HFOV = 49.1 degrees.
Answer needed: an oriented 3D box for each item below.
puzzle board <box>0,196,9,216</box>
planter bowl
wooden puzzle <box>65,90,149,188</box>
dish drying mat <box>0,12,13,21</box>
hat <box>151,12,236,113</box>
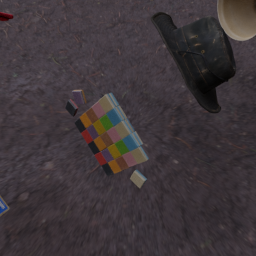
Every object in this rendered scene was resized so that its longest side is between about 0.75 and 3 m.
[{"bbox_3d":[-2.912,0.876,4.198,1.941,0.169,1.463,54,27,-2],"label":"puzzle board"},{"bbox_3d":[3.166,-3.083,6.855,1.099,1.633,1.633,-19,56,-19],"label":"planter bowl"},{"bbox_3d":[-0.325,0.155,4.801,0.142,1.202,2.026,-32,90,-41],"label":"wooden puzzle"},{"bbox_3d":[-2.900,-2.231,5.366,0.503,0.119,1.310,9,12,28],"label":"dish drying mat"},{"bbox_3d":[1.499,-1.502,5.442,0.959,2.378,2.378,-32,47,29],"label":"hat"}]
